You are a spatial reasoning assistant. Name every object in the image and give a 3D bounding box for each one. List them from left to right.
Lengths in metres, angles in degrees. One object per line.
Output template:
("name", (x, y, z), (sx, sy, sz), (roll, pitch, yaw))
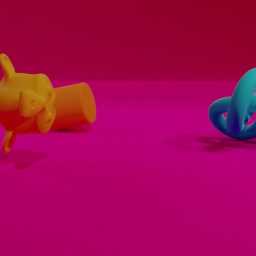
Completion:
("monkey head", (-1.562, -0.341, 3.999), (0.879, 1.458, 1.049), (1, 5, 2))
("cylinder", (-1.403, -0.512, 6.766), (0.997, 0.997, 0.997), (-9, 8, 11))
("knot shape", (2.274, -0.328, 5.246), (1.826, 0.844, 1.708), (-7, -23, -26))
